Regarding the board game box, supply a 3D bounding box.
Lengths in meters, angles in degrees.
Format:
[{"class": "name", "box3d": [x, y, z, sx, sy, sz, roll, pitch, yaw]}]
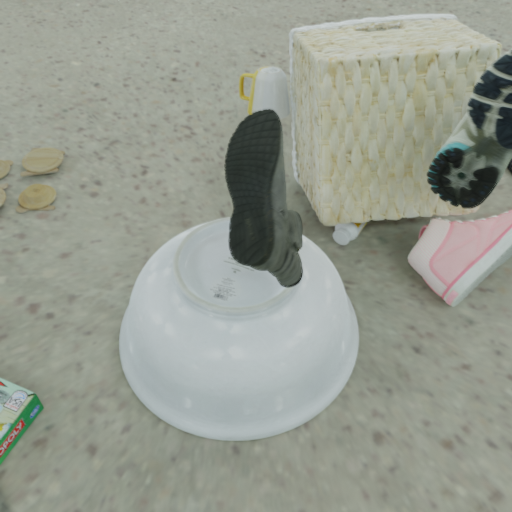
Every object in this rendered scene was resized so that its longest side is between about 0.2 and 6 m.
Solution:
[{"class": "board game box", "box3d": [-4.818, 2.252, 7.483, 3.149, 0.458, 2.119, 17, 49, 15]}]

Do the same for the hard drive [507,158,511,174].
[{"class": "hard drive", "box3d": [5.480, -2.047, 11.658, 0.688, 0.186, 0.985, -5, 48, -5]}]

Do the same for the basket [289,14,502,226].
[{"class": "basket", "box3d": [2.190, -2.298, 9.613, 2.994, 3.021, 2.430, -5, 32, -1]}]

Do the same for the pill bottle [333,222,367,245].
[{"class": "pill bottle", "box3d": [1.712, -0.578, 10.113, 0.447, 0.447, 0.857, 24, 52, 21]}]

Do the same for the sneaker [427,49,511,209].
[{"class": "sneaker", "box3d": [3.253, -1.926, 7.182, 1.148, 2.957, 1.276, 36, 59, 3]}]

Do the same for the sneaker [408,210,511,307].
[{"class": "sneaker", "box3d": [3.649, -0.347, 9.521, 2.591, 0.975, 1.355, -35, 61, -23]}]

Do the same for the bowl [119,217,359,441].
[{"class": "bowl", "box3d": [-0.265, 0.607, 8.199, 3.710, 1.667, 3.710, 0, 46, 0]}]

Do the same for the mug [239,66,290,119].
[{"class": "mug", "box3d": [0.144, -3.021, 10.290, 0.986, 0.810, 0.790, 3, 36, 3]}]

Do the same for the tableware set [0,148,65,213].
[{"class": "tableware set", "box3d": [-4.778, -1.472, 11.092, 1.803, 0.250, 2.159, -5, 47, -6]}]

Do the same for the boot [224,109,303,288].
[{"class": "boot", "box3d": [0.176, -0.640, 6.715, 0.651, 1.255, 1.921, -2, 77, 26]}]
